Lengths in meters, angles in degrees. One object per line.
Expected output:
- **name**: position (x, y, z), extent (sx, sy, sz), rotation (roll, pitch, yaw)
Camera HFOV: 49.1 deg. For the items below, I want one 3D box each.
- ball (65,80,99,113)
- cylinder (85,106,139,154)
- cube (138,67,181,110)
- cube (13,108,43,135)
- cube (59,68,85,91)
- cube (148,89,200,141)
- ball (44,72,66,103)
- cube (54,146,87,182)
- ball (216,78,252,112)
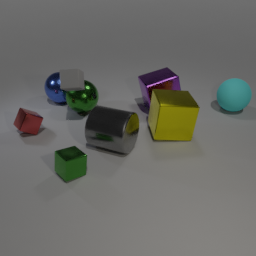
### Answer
- **ball**: position (-1.940, -1.339, 11.849), extent (1.400, 1.400, 1.400), rotation (0, 30, 0)
- **cylinder**: position (-0.510, 0.041, 9.421), extent (1.400, 1.400, 1.400), rotation (12, 32, 21)
- **cube**: position (1.372, -1.571, 11.931), extent (1.400, 1.400, 1.400), rotation (-18, 30, -4)
- **cube**: position (-3.691, -0.251, 10.373), extent (0.700, 0.700, 0.700), rotation (18, 8, -45)
- **cube**: position (-2.024, -1.747, 10.192), extent (0.700, 0.700, 0.700), rotation (-3, 0, 7)
- **cube**: position (1.601, -0.490, 10.214), extent (1.400, 1.400, 1.400), rotation (2, 30, -8)
- **ball**: position (-3.063, -1.828, 12.693), extent (1.400, 1.400, 1.400), rotation (0, 30, 0)
- **cube**: position (-1.701, 1.041, 8.298), extent (0.700, 0.700, 0.700), rotation (-15, 32, -40)
- **ball**: position (4.499, -1.402, 11.914), extent (1.400, 1.400, 1.400), rotation (0, 30, 0)
